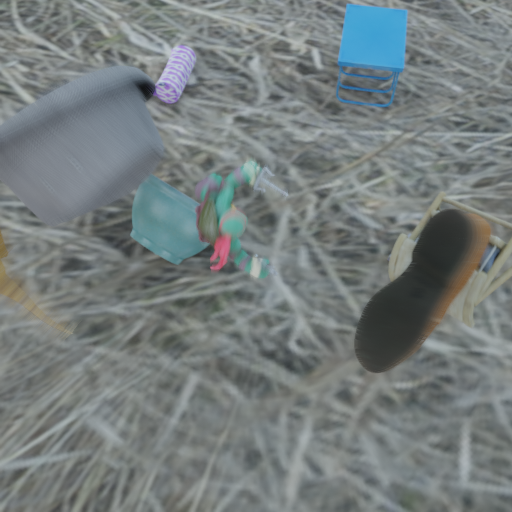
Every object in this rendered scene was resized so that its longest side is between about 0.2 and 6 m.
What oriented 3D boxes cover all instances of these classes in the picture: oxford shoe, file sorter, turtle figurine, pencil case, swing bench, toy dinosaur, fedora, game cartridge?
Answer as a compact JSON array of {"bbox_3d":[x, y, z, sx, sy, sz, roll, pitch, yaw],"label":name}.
[{"bbox_3d":[1.840,0.471,6.087,0.760,2.132,0.760,1,40,-44],"label":"oxford shoe"},{"bbox_3d":[2.390,-4.212,11.813,1.275,1.128,1.838,9,59,5],"label":"file sorter"},{"bbox_3d":[-0.236,-0.380,5.530,0.755,1.499,1.122,0,102,-19],"label":"turtle figurine"},{"bbox_3d":[-1.741,-3.867,11.940,0.593,0.582,1.388,7,56,18],"label":"pencil case"},{"bbox_3d":[2.666,0.031,7.528,1.309,0.849,1.302,-43,48,-16],"label":"swing bench"},{"bbox_3d":[-3.268,0.247,6.964,0.627,2.076,1.102,-36,40,7],"label":"toy dinosaur"},{"bbox_3d":[-2.299,-1.252,7.347,2.770,2.450,1.251,-29,96,15],"label":"fedora"},{"bbox_3d":[2.918,0.127,9.715,1.070,0.205,0.694,38,61,20],"label":"game cartridge"}]

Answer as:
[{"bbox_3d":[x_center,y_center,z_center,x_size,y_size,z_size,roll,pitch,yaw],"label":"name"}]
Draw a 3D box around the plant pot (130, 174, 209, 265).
[{"bbox_3d":[-1.439,-0.533,9.442,1.612,1.612,1.080,32,89,18],"label":"plant pot"}]
